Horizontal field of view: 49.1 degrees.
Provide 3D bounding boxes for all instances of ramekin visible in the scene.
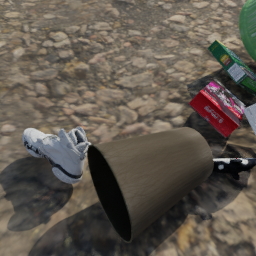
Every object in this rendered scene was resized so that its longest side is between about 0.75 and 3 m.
[{"bbox_3d":[5.307,-3.404,9.155,2.967,1.449,2.967,4,79,-19],"label":"ramekin"}]

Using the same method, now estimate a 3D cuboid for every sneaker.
[{"bbox_3d":[-1.683,0.325,6.718,1.989,1.143,0.747,37,22,23],"label":"sneaker"}]

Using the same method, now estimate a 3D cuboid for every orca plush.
[{"bbox_3d":[2.558,0.985,6.682,1.438,0.757,0.511,3,83,-33],"label":"orca plush"}]

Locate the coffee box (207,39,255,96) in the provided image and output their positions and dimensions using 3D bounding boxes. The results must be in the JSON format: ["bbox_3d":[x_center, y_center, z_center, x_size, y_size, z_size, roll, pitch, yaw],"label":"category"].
[{"bbox_3d":[3.462,-1.937,8.954,1.250,0.447,2.033,20,36,-34],"label":"coffee box"}]

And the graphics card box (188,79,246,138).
[{"bbox_3d":[2.460,-0.610,7.507,1.255,0.509,2.000,44,31,8],"label":"graphics card box"}]

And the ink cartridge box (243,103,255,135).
[{"bbox_3d":[3.316,-0.220,7.100,0.432,1.028,0.748,-28,80,25],"label":"ink cartridge box"}]

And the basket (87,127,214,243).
[{"bbox_3d":[0.572,0.969,6.121,2.327,1.583,2.098,-20,92,-26],"label":"basket"}]
